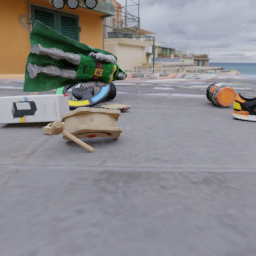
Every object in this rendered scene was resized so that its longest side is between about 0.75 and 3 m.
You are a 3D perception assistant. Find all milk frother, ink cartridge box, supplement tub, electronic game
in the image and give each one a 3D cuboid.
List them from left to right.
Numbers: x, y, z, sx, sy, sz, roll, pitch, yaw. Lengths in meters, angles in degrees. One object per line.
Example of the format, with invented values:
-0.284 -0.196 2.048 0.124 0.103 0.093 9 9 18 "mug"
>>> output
-3.390 -0.717 10.135 2.227 0.922 1.623 -3 8 0 "ink cartridge box"
-2.208 -1.836 13.672 2.753 0.573 2.753 -4 43 4 "electronic game"
-1.919 -1.987 15.627 1.711 1.642 1.819 -15 -22 -47 "milk frother"
4.667 -1.680 14.093 1.116 1.116 1.821 0 14 0 "supplement tub"

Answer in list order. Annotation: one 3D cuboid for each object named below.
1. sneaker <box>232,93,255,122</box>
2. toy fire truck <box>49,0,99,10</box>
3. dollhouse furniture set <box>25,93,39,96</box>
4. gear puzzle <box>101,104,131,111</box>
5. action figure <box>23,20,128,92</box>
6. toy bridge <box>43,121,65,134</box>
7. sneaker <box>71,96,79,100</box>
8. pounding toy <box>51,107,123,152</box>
5.222 -0.788 10.467 2.443 1.099 0.854 6 15 24 "sneaker"
-1.149 -3.155 5.776 1.027 1.167 0.751 -5 38 -10 "toy fire truck"
-4.358 -1.409 13.638 1.550 0.798 1.533 -2 14 -6 "dollhouse furniture set"
-0.724 -0.920 12.941 0.986 0.249 1.904 -11 14 -31 "gear puzzle"
-0.771 -1.062 4.940 1.932 1.141 0.528 -2 34 -43 "action figure"
-2.296 -0.089 9.465 0.563 0.228 1.675 5 14 23 "toy bridge"
-2.562 -1.276 13.999 0.497 0.463 1.253 3 17 -29 "sneaker"
-1.149 0.181 7.736 2.150 1.233 1.229 2 -17 -31 "pounding toy"
